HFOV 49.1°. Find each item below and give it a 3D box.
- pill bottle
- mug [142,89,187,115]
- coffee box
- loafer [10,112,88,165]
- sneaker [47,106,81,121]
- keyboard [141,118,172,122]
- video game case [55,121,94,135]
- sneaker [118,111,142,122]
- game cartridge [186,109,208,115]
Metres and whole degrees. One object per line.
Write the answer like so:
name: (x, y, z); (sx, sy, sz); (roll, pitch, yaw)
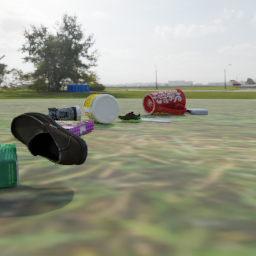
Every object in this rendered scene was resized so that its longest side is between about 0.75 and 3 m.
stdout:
pill bottle: (-1.048, -0.715, 10.034); (0.988, 0.988, 1.752); (-3, 7, -23)
mug: (1.809, -1.227, 13.373); (1.842, 1.229, 1.635); (-8, 9, -31)
coffee box: (-2.104, 0.461, 3.216); (1.562, 0.343, 0.960); (-2, 9, -23)
loafer: (-1.052, 0.104, 3.397); (1.234, 0.451, 0.440); (19, 13, 30)
sneaker: (-2.238, -0.440, 9.601); (0.885, 0.587, 1.555); (-6, 3, -34)
keyboard: (0.896, -0.277, 10.294); (1.443, 0.077, 0.406); (5, 14, 37)
video game case: (-1.780, 0.015, 7.063); (1.406, 0.278, 1.551); (2, 7, 14)
sneaker: (0.065, -0.416, 10.097); (0.882, 0.369, 0.338); (1, 7, 11)
game cartridge: (3.390, -0.816, 13.824); (0.889, 0.277, 1.334); (-5, 8, -5)
